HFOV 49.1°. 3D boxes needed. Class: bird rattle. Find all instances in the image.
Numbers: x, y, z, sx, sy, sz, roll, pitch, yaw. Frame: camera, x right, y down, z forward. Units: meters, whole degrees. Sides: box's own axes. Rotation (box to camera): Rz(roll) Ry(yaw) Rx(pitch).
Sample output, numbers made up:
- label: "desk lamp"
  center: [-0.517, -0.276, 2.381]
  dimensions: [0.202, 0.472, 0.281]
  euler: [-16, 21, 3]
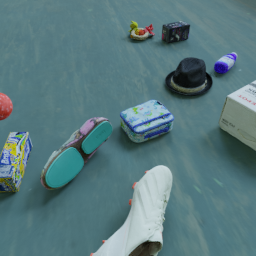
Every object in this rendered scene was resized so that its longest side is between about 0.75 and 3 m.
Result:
- label: "bird rattle"
  center: [0.657, -4.790, 14.188]
  dimensions: [1.372, 0.773, 1.118]
  euler: [17, 54, 0]

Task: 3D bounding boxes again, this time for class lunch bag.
- label: "lunch bag"
  center: [0.603, -0.222, 8.752]
  dimensions: [1.510, 0.623, 1.214]
  euler: [-19, 47, -19]

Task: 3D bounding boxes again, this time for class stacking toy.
- label: "stacking toy"
  center: [-4.213, -0.265, 7.531]
  dimensions: [2.676, 1.142, 1.142]
  euler: [-18, 34, 26]

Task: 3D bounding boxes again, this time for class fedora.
- label: "fedora"
  center: [2.360, -2.092, 10.667]
  dimensions: [2.000, 0.913, 2.000]
  euler: [0, 40, 0]

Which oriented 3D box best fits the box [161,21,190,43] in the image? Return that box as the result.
- label: "box"
  center: [2.356, -4.758, 13.869]
  dimensions: [1.237, 0.756, 0.656]
  euler: [-18, 43, -21]

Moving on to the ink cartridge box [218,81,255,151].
- label: "ink cartridge box"
  center: [4.589, -0.546, 8.656]
  dimensions: [2.843, 1.178, 2.087]
  euler: [-27, 48, -28]

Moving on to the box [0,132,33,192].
- label: "box"
  center: [-3.053, 0.862, 7.494]
  dimensions: [0.541, 0.589, 1.682]
  euler: [-1, 41, -1]

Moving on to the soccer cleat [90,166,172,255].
- label: "soccer cleat"
  center: [0.386, 1.973, 5.789]
  dimensions: [1.136, 1.014, 2.928]
  euler: [-3, 37, 43]

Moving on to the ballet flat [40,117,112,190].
- label: "ballet flat"
  center: [-1.464, 0.610, 7.589]
  dimensions: [0.922, 0.895, 2.590]
  euler: [6, 43, 42]

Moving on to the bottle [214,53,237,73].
- label: "bottle"
  center: [4.173, -2.780, 11.807]
  dimensions: [0.593, 0.464, 1.421]
  euler: [28, 48, 30]
